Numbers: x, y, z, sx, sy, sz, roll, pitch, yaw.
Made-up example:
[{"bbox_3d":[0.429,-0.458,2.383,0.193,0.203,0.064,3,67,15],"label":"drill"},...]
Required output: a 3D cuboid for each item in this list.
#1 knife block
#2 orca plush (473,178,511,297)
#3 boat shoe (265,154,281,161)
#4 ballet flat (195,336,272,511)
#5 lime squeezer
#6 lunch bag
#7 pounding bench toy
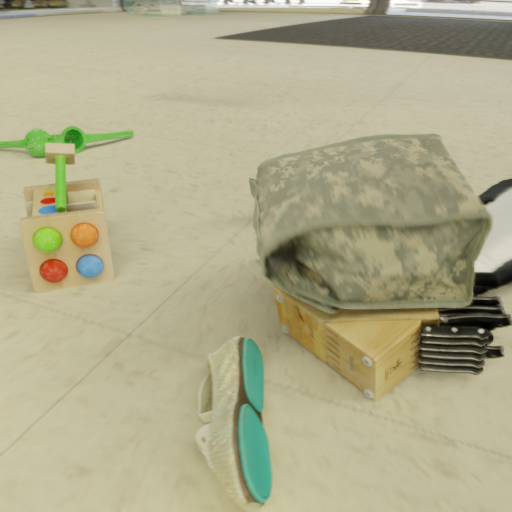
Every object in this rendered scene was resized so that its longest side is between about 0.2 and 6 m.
[{"bbox_3d":[1.738,0.616,6.901,2.169,0.791,2.471,-33,45,-25],"label":"knife block"},{"bbox_3d":[3.858,0.039,7.956,3.674,1.306,1.933,-46,31,-25],"label":"orca plush"},{"bbox_3d":[0.778,-1.241,9.956,1.856,0.692,0.578,31,27,-35],"label":"boat shoe"},{"bbox_3d":[-0.262,1.714,5.763,0.713,0.772,2.288,-26,23,12],"label":"ballet flat"},{"bbox_3d":[-4.816,-2.752,13.712,3.633,0.685,1.283,-8,0,-12],"label":"lime squeezer"},{"bbox_3d":[1.128,-0.413,6.502,2.413,1.419,1.979,-2,36,0],"label":"lunch bag"},{"bbox_3d":[-2.889,-0.618,8.447,1.176,1.893,1.476,-8,30,-14],"label":"pounding bench toy"}]
